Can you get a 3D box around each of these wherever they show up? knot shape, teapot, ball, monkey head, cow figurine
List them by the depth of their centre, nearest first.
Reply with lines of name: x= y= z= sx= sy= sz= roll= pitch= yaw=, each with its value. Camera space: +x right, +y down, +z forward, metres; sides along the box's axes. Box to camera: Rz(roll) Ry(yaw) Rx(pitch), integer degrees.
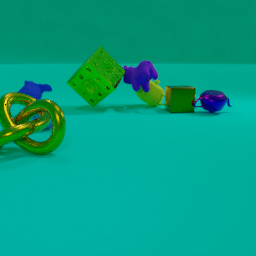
knot shape: x=-1.991 y=-0.062 z=5.683 sx=1.610 sy=0.795 sz=1.721 roll=7 pitch=49 yaw=17
ball: x=-2.244 y=-0.319 z=7.527 sx=0.719 sy=0.719 sz=0.719 roll=0 pitch=14 yaw=0
monkey head: x=-3.041 y=-1.078 z=9.185 sx=1.007 sy=0.843 sz=1.400 roll=1 pitch=-22 yaw=7
teapot: x=2.982 y=-0.893 z=9.722 sx=1.504 sy=0.736 sz=0.935 roll=-4 pitch=27 yaw=-10
cow figurine: x=0.391 y=-2.036 z=10.358 sx=0.840 sy=1.531 sz=1.506 roll=1 pitch=56 yaw=-31
teapot: x=0.869 y=-1.508 z=11.000 sx=1.930 sy=0.945 sz=1.200 roll=43 pitch=19 yaw=25

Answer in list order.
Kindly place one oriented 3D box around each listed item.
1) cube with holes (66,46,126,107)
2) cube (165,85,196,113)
cube with holes: x=-1.149 y=-1.878 z=10.318 sx=1.328 sy=1.328 sz=1.328 roll=-33 pitch=22 yaw=37
cube: x=1.856 y=-1.050 z=10.071 sx=0.881 sy=0.881 sz=0.881 roll=-1 pitch=14 yaw=-5
